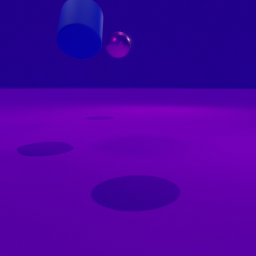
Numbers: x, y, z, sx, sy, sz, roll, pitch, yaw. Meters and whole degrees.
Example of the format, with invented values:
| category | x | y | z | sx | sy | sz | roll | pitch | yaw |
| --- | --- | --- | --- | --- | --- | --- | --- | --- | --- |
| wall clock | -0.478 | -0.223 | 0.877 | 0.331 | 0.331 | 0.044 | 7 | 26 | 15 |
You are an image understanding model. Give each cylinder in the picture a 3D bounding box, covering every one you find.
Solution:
| category | x | y | z | sx | sy | sz | roll | pitch | yaw |
| --- | --- | --- | --- | --- | --- | --- | --- | --- | --- |
| cylinder | -1.045 | -2.202 | 6.209 | 0.952 | 0.952 | 0.952 | -1 | -32 | 0 |

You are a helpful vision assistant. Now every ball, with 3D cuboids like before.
| category | x | y | z | sx | sy | sz | roll | pitch | yaw |
| --- | --- | --- | --- | --- | --- | --- | --- | --- | --- |
| ball | -0.399 | -3.347 | 11.272 | 1.028 | 1.028 | 1.028 | 0 | 9 | 0 |
